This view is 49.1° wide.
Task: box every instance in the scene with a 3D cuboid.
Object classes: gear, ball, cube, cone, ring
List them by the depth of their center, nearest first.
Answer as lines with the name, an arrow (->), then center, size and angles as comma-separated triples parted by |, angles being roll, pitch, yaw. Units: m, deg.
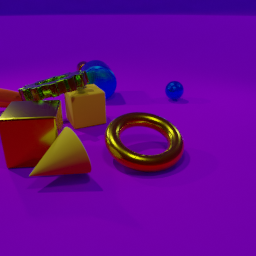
cone -> -1.487, 0.698, 5.660 | 1.087, 1.083, 1.083 | -29, 35, -25
cube -> -2.182, 0.101, 6.579 | 1.201, 1.201, 1.201 | -3, 24, -7
ring -> 0.391, 0.274, 6.628 | 1.902, 0.380, 1.902 | 6, 40, -5
gear -> -2.116, -1.219, 8.054 | 1.933, 0.357, 1.933 | -13, 19, 5
cube -> -1.315, -0.682, 8.540 | 1.008, 1.008, 1.008 | -11, 27, -22
ring -> -4.068, -0.920, 8.686 | 1.904, 0.381, 1.904 | 4, -5, 0
ball -> 1.734, -1.409, 10.481 | 0.701, 0.701, 0.701 | 0, 24, 0

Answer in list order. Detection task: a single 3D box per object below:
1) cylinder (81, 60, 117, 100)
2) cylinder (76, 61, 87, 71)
cylinder -> -1.166, -1.834, 10.697 | 1.310, 1.310, 1.310 | -5, 24, -10
cylinder -> -2.106, -2.830, 13.663 | 0.736, 0.736, 0.736 | -7, 26, -16
